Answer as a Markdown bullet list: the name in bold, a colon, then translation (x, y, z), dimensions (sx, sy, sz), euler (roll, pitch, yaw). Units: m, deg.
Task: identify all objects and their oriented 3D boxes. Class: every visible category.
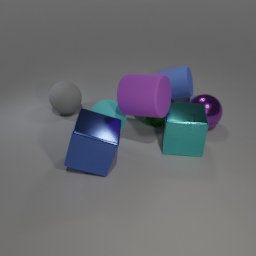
- **ball**: translation (-2.709, -1.326, 12.153), dimensions (1.400, 1.400, 1.400), euler (0, 32, 0)
- **ball**: translation (3.039, -0.650, 11.165), dimensions (1.400, 1.400, 1.400), euler (0, 32, 0)
- **cube**: translation (-1.104, 0.448, 8.955), dimensions (1.400, 1.400, 1.400), euler (16, 33, -8)
- **cylinder**: translation (2.215, -2.074, 13.070), dimensions (1.400, 1.400, 1.400), euler (-6, 28, 23)
- **ball**: translation (-0.775, -0.368, 10.653), dimensions (1.400, 1.400, 1.400), euler (0, 32, 0)
- **cube**: translation (1.993, 0.024, 10.025), dimensions (1.400, 1.400, 1.400), euler (4, 34, 6)
- **cylinder**: translation (1.031, -0.981, 11.641), dimensions (1.400, 1.400, 1.400), euler (-11, 34, -17)
- **cylinder**: translation (0.564, -1.084, 9.352), dimensions (1.400, 1.400, 1.400), euler (6, 31, 28)
